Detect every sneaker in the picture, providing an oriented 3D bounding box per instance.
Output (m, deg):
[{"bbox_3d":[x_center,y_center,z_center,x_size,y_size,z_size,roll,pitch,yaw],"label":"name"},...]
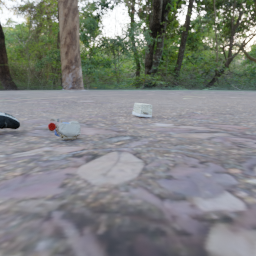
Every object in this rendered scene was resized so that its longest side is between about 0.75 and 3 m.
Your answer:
[{"bbox_3d":[-3.799,-0.102,7.655,1.589,0.696,0.602,20,-33,-36],"label":"sneaker"}]

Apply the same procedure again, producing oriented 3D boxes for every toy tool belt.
[{"bbox_3d":[-1.638,0.047,7.070,0.835,0.521,0.513,6,-13,-25],"label":"toy tool belt"}]

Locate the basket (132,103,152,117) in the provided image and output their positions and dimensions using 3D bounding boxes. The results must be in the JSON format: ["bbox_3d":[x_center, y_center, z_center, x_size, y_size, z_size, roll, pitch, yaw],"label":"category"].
[{"bbox_3d":[0.594,-0.746,11.524,0.562,0.512,0.830,3,7,-23],"label":"basket"}]
